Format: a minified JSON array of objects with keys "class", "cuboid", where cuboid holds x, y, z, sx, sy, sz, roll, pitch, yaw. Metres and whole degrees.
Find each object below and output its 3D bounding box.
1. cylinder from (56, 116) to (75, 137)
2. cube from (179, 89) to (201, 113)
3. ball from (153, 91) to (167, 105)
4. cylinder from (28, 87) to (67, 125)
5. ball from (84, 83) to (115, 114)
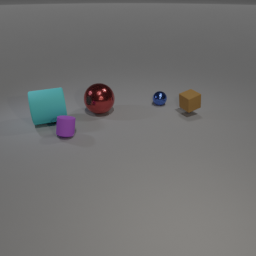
[{"class":"cylinder","cuboid":[-2.419,-0.078,10.885,0.700,0.700,0.700,6,12,-1]},{"class":"cube","cuboid":[2.767,-1.222,12.506,0.700,0.700,0.700,-23,37,-20]},{"class":"ball","cuboid":[1.556,-1.456,13.741,0.700,0.700,0.700,0,27,0]},{"class":"cylinder","cuboid":[-3.372,-0.925,11.817,1.400,1.400,1.400,-10,29,-14]},{"class":"ball","cuboid":[-1.302,-1.328,12.698,1.400,1.400,1.400,0,27,0]}]
